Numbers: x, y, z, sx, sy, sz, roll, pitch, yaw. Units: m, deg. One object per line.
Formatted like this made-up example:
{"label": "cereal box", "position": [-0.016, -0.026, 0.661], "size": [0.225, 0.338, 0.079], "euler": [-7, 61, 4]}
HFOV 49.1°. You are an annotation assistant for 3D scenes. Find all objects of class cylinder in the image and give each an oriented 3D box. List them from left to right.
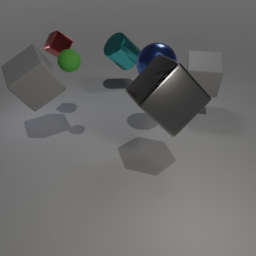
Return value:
{"label": "cylinder", "position": [-0.294, -3.920, 14.390], "size": [1.400, 1.400, 1.400], "euler": [30, 6, -44]}

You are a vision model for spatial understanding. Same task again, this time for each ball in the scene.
{"label": "ball", "position": [-1.792, -2.050, 8.556], "size": [0.700, 0.700, 0.700], "euler": [0, 31, 0]}
{"label": "ball", "position": [0.990, -2.198, 9.598], "size": [1.400, 1.400, 1.400], "euler": [0, 31, 0]}

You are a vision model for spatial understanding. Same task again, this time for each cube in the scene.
{"label": "cube", "position": [-3.261, -1.734, 9.720], "size": [1.400, 1.400, 1.400], "euler": [-35, 51, 2]}
{"label": "cube", "position": [-2.593, -3.081, 10.385], "size": [0.700, 0.700, 0.700], "euler": [27, -9, -37]}
{"label": "cube", "position": [1.016, -0.889, 7.443], "size": [1.400, 1.400, 1.400], "euler": [-47, 27, 7]}
{"label": "cube", "position": [3.246, -2.328, 12.114], "size": [1.400, 1.400, 1.400], "euler": [6, 50, 9]}
